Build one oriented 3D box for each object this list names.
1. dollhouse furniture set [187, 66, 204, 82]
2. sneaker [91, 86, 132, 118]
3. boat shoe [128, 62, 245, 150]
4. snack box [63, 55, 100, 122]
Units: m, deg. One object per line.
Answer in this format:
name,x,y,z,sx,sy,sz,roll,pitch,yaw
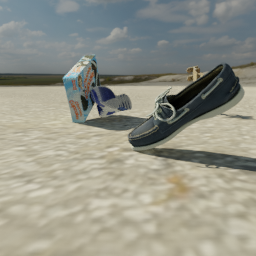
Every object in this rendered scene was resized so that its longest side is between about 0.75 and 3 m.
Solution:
dollhouse furniture set,2.767,-1.778,11.937,0.894,1.346,1.180,-13,37,-2
sneaker,-0.824,-0.837,10.448,1.188,0.831,2.056,-23,-16,27
boat shoe,0.965,-0.366,5.608,2.573,0.796,0.963,-27,28,27
snack box,-1.630,-1.579,10.543,0.523,1.637,2.818,-2,29,9
